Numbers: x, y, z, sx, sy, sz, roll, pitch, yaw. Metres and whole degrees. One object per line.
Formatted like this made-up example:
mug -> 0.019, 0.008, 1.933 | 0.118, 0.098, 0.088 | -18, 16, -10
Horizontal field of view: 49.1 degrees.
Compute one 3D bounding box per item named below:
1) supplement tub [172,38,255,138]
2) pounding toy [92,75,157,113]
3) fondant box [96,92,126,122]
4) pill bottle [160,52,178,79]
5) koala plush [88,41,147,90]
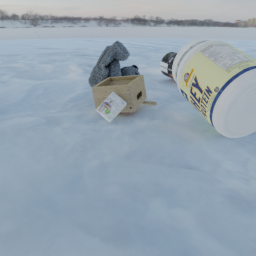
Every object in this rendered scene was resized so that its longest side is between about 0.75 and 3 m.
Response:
supplement tub -> 2.838, -1.356, 8.550 | 2.150, 2.150, 2.966 | -8, 39, -20
pounding toy -> -0.054, -1.178, 10.490 | 1.746, 1.349, 1.897 | 0, 24, 23
fondant box -> -0.546, -0.692, 9.304 | 0.609, 0.246, 0.844 | 41, 78, 9
pill bottle -> 2.895, -3.038, 14.514 | 1.374, 1.374, 2.587 | -11, 28, -25
koala plush -> -0.300, -2.135, 11.876 | 2.249, 2.066, 1.994 | 32, 0, -20
